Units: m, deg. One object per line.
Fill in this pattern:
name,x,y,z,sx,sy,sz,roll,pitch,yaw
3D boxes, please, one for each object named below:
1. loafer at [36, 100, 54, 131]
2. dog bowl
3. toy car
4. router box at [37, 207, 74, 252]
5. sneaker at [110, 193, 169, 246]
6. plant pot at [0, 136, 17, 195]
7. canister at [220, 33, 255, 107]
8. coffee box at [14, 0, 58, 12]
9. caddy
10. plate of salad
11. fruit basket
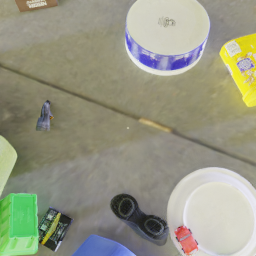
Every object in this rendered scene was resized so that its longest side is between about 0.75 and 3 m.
loafer,-2.096,-0.304,7.232,0.342,0.345,0.947,14,58,-12
dog bowl,1.089,-2.729,8.034,2.338,0.921,2.338,0,68,0
toy car,1.574,2.714,5.554,1.321,0.313,1.404,2,72,9
router box,-1.692,2.274,6.312,0.607,0.202,0.772,25,69,10
sneaker,0.206,2.071,6.191,0.603,0.721,1.589,-39,49,-26
plant pot,-3.672,1.208,5.744,2.630,2.630,2.497,17,56,7
canister,3.482,-1.626,7.656,1.337,0.779,1.801,-16,67,-7
coffee box,-3.086,-4.959,8.978,1.275,0.900,2.256,-11,68,-5
caddy,-0.426,2.830,5.193,0.985,1.876,1.326,-47,113,-34
plate of salad,1.952,1.993,6.265,2.198,0.528,2.198,0,77,0
fruit basket,-2.472,2.150,6.053,0.958,1.328,1.328,10,63,-31
